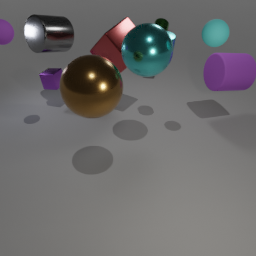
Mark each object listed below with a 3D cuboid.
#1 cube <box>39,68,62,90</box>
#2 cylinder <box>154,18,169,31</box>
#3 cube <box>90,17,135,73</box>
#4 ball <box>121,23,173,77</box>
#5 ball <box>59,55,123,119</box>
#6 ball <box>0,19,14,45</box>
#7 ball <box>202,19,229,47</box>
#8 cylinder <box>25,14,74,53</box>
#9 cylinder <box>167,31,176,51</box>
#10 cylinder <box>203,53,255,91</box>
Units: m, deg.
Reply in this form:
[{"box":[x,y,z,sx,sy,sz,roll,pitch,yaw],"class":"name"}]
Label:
[{"box":[-3.197,-2.086,11.882,0.700,0.700,0.700,5,35,22],"class":"cube"},{"box":[1.542,-4.713,13.327,0.700,0.700,0.700,10,68,15],"class":"cylinder"},{"box":[-0.308,-3.027,10.667,1.400,1.400,1.400,-48,13,-32],"class":"cube"},{"box":[0.516,-2.089,7.557,1.400,1.400,1.400,0,32,0],"class":"ball"},{"box":[-0.804,-0.911,6.230,1.400,1.400,1.400,0,32,0],"class":"ball"},{"box":[-3.596,-2.716,7.925,0.700,0.700,0.700,0,32,0],"class":"ball"},{"box":[2.302,-2.499,7.385,0.700,0.700,0.700,0,32,0],"class":"ball"},{"box":[-3.106,-3.720,11.119,1.400,1.400,1.400,24,28,33],"class":"cylinder"},{"box":[1.185,-2.744,9.273,0.700,0.700,0.700,3,43,-2],"class":"cylinder"},{"box":[3.840,-2.121,10.637,1.400,1.400,1.400,-4,31,-18],"class":"cylinder"}]
